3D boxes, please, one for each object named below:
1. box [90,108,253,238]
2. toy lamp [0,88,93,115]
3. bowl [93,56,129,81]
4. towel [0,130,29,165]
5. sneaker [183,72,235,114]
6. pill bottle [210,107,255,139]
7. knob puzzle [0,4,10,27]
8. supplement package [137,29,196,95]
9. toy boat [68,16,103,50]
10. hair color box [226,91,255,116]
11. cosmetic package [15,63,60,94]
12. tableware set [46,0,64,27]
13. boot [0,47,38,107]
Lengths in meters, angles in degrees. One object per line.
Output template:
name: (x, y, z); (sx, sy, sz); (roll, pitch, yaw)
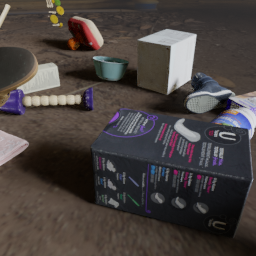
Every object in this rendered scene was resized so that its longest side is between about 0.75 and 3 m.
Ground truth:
box: (0.855, 0.771, 5.625); (2.769, 1.468, 1.692); (10, 33, 16)
toy lamp: (-2.578, -0.849, 8.922); (2.912, 0.848, 0.848); (-1, 32, -6)
bowl: (-0.714, -2.367, 11.228); (1.464, 0.766, 1.464); (7, 21, -3)
towel: (-3.731, 0.538, 7.161); (1.700, 0.274, 1.624); (18, 36, 25)
sneaker: (2.349, -1.214, 9.372); (2.034, 0.773, 1.470); (-8, 42, -31)
pill bottle: (2.577, 0.099, 7.172); (0.998, 0.998, 1.781); (26, 41, 35)
knob puzzle: (-4.096, -2.729, 8.243); (0.348, 2.507, 2.507); (27, 19, -30)
supplement package: (1.450, -2.561, 10.651); (1.417, 1.842, 1.927); (22, 38, 31)
toy boat: (-2.534, -4.819, 14.968); (1.632, 1.629, 2.496); (-47, 47, -12)
hair color box: (4.098, -0.747, 9.010); (1.610, 0.522, 0.880); (-13, 33, -23)
cosmetic package: (-3.452, -1.855, 10.494); (1.616, 0.850, 0.574); (-17, 34, -28)
tableware set: (-2.352, -3.751, 9.142); (0.603, 0.895, 0.137); (-22, 12, -42)
boot: (-1.706, -0.570, 3.621); (1.590, 0.600, 0.585); (-14, 67, 23)
